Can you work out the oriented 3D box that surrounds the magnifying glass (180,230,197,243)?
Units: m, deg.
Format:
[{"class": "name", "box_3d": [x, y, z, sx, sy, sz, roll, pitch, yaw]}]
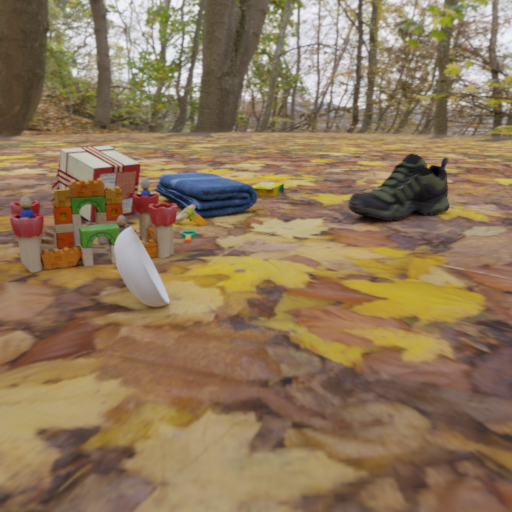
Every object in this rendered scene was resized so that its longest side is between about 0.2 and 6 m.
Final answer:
[{"class": "magnifying glass", "box_3d": [-1.510, -0.440, 12.490, 0.375, 0.105, 0.942, -1, 17, -4]}]

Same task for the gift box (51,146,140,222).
[{"class": "gift box", "box_3d": [-4.241, -1.833, 14.661, 1.704, 1.825, 1.684, 31, 25, 32]}]

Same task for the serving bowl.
[{"class": "serving bowl", "box_3d": [-1.767, 0.227, 8.330, 0.420, 1.278, 1.278, -26, 19, -4]}]

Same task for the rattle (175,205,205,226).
[{"class": "rattle", "box_3d": [-1.729, -0.862, 13.847, 0.838, 0.599, 0.546, -33, 37, 29]}]

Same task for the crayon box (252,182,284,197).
[{"class": "crayon box", "box_3d": [0.331, -2.126, 17.999, 0.797, 0.319, 1.256, 6, 16, 21]}]

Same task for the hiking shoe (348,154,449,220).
[{"class": "hiking shoe", "box_3d": [3.694, -1.830, 14.538, 3.208, 1.615, 1.215, -9, 15, -31]}]

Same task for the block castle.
[{"class": "block castle", "box_3d": [-3.211, -0.721, 11.075, 3.003, 1.409, 2.007, -7, 17, -22]}]

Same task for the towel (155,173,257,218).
[{"class": "towel", "box_3d": [-1.484, -1.796, 15.942, 1.913, 0.832, 3.427, -7, 16, -26]}]
